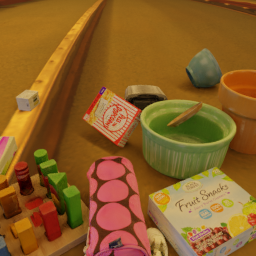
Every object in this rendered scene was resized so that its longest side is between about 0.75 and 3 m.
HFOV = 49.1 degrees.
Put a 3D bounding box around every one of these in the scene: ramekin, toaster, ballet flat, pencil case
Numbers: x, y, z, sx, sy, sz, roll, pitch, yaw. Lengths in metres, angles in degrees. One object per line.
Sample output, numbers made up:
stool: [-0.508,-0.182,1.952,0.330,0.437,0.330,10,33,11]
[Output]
ramekin: [1.717,0.311,8.539,2.762,1.349,2.762,2,30,-1]
toaster: [0.575,-1.040,11.039,1.948,1.107,1.258,-1,29,-5]
ballet flat: [0.610,2.607,5.827,0.517,0.517,1.490,1,32,2]
pencil case: [-0.348,1.836,6.341,1.343,1.301,2.868,0,30,-7]

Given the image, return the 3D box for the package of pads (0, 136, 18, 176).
package of pads: [-4.294,0.961,8.285,1.445,0.638,1.871,-2,32,-3]

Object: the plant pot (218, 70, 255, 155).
plant pot: [4.025,-0.433,9.042,2.370,2.170,2.370,0,33,0]

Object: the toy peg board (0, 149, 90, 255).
toy peg board: [-2.396,1.755,6.462,2.550,1.252,2.560,-21,38,-30]

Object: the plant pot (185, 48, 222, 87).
plant pot: [3.477,-2.663,13.235,1.204,1.797,1.797,-27,33,6]

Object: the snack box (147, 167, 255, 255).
snack box: [1.834,2.001,6.545,2.168,0.734,1.828,-15,36,-24]

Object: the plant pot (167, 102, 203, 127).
plant pot: [1.790,-0.380,8.664,1.285,1.285,0.177,-36,90,-43]

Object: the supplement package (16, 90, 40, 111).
supplement package: [-4.150,-1.154,11.678,0.578,0.582,0.767,8,33,13]

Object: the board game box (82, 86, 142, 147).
board game box: [-0.510,-0.401,9.434,1.804,1.366,0.418,34,3,30]
